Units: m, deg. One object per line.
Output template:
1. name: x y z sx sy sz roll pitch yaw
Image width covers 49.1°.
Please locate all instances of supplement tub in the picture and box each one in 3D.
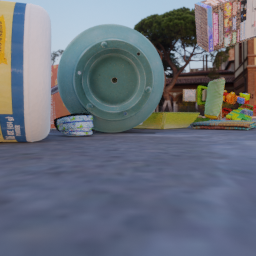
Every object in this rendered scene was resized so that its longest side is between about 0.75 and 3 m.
1. supplement tub: -2.662 -0.838 4.114 2.944 2.129 2.129 0 2 -16

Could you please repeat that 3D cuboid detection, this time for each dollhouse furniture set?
1. dollhouse furniture set: 3.138 -1.090 12.472 1.496 1.952 2.980 1 2 3

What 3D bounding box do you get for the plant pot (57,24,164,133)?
1. plant pot: -0.352 -1.084 6.299 2.677 2.677 1.793 0 10 -6

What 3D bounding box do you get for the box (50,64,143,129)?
1. box: -1.003 -0.957 8.196 2.507 1.909 1.333 -4 0 29

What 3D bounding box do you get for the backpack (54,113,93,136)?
1. backpack: -1.017 -0.068 5.590 0.630 0.594 0.773 5 -22 -46

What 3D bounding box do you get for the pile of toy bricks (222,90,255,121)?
1. pile of toy bricks: 4.665 -0.588 11.739 1.376 1.546 2.787 -33 37 -28

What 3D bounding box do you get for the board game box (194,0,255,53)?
1. board game box: 3.271 -3.567 9.291 1.825 1.455 0.884 -18 36 -4

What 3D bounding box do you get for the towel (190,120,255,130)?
1. towel: 3.275 -0.093 9.327 1.773 0.262 2.418 1 4 30

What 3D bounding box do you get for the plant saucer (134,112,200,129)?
1. plant saucer: 0.983 -0.269 9.726 2.247 0.538 2.243 3 3 41
